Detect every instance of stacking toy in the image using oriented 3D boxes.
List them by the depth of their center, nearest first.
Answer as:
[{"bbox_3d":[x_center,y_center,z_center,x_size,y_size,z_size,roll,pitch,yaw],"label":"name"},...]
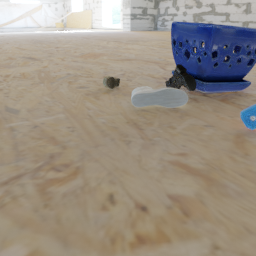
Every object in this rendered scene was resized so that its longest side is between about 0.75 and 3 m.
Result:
[{"bbox_3d":[3.388,-0.404,7.399,0.550,0.582,1.003,-33,0,38],"label":"stacking toy"}]

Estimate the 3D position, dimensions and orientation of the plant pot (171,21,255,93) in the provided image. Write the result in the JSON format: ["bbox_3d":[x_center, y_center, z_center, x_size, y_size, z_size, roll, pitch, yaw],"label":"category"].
[{"bbox_3d":[3.241,-2.713,10.691,2.607,2.344,2.608,-6,25,-23],"label":"plant pot"}]

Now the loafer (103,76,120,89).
[{"bbox_3d":[-0.718,-1.785,10.976,0.452,0.500,1.323,8,9,17],"label":"loafer"}]

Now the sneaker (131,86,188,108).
[{"bbox_3d":[0.999,-1.112,9.246,1.816,0.669,1.049,0,23,-2],"label":"sneaker"}]

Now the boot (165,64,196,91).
[{"bbox_3d":[1.774,-1.444,9.614,0.429,1.078,1.238,-8,57,-26],"label":"boot"}]
